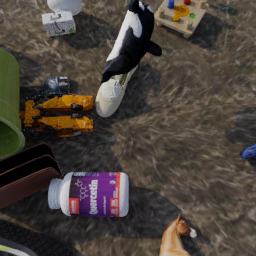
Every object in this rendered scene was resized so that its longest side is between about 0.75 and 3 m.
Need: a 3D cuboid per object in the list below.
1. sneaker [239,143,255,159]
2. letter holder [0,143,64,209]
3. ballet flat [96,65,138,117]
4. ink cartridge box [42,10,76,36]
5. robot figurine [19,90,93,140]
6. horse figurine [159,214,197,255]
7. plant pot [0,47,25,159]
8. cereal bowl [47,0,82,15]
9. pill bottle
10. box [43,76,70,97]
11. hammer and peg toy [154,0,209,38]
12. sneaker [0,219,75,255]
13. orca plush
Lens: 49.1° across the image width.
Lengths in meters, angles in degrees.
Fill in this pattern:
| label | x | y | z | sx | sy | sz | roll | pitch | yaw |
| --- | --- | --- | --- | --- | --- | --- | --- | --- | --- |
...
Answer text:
| label | x | y | z | sx | sy | sz | roll | pitch | yaw |
| --- | --- | --- | --- | --- | --- | --- | --- | --- | --- |
| sneaker | 4.150 | 0.801 | 7.600 | 2.190 | 0.825 | 0.859 | 2 | 75 | 3 |
| letter holder | -2.847 | 1.175 | 7.128 | 1.955 | 1.390 | 0.983 | -25 | 72 | -8 |
| ballet flat | -0.365 | -1.443 | 8.402 | 0.803 | 0.803 | 2.311 | 21 | 72 | 7 |
| ink cartridge box | -2.237 | -3.397 | 9.135 | 0.945 | 0.690 | 0.397 | -10 | 74 | -2 |
| robot figurine | -2.053 | -0.358 | 8.093 | 2.093 | 0.609 | 1.518 | -2 | 70 | -1 |
| horse figurine | 0.994 | 3.768 | 6.503 | 1.965 | 0.740 | 2.966 | 38 | 80 | 24 |
| plant pot | -3.939 | -0.850 | 7.477 | 2.676 | 2.676 | 2.541 | -1 | 58 | 0 |
| cereal bowl | -2.078 | -3.968 | 9.171 | 1.126 | 1.126 | 0.469 | 6 | 91 | 2 |
| pill bottle | -0.956 | 1.675 | 7.102 | 1.939 | 1.090 | 1.090 | 0 | 70 | 0 |
| box | -2.204 | -1.283 | 8.654 | 0.784 | 0.171 | 0.628 | -1 | 70 | 0 |
| hammer and peg toy | 1.878 | -4.091 | 9.383 | 1.473 | 0.706 | 2.003 | 28 | 73 | 11 |
| sneaker | -2.500 | 3.189 | 6.841 | 2.702 | 0.969 | 1.119 | 23 | 101 | 7 |
| orca plush | 0.304 | -1.872 | 6.001 | 0.992 | 1.468 | 2.791 | 17 | 34 | 1 |
